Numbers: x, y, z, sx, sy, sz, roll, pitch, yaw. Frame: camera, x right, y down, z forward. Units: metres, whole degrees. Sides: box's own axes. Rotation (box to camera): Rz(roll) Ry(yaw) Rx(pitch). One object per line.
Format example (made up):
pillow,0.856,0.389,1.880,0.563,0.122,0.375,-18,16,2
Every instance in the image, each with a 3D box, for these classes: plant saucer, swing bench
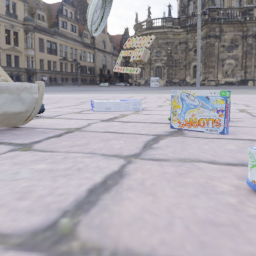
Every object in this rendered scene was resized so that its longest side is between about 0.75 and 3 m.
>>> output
plant saucer,-1.021,-4.045,9.609,0.437,1.741,1.741,25,10,2
swing bench,-4.223,-0.821,7.338,2.749,1.784,2.735,28,20,26

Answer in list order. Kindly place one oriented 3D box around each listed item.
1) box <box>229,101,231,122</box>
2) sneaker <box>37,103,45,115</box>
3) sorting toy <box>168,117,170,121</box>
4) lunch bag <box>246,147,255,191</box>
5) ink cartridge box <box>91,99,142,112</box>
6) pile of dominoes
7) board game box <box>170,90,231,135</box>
box,2.882,-0.613,9.836,1.170,0.727,0.869,0,8,0
sneaker,-4.590,-1.099,11.525,2.789,1.204,1.082,4,9,28
sorting toy,1.872,-0.255,8.661,1.230,0.505,0.739,-16,-1,-22
lunch bag,2.212,0.446,3.020,1.634,0.617,1.309,-4,7,-21
ink cartridge box,-0.615,-1.160,14.294,2.440,0.539,1.147,-2,10,-15
pile of dominoes,0.078,-1.873,7.028,0.204,0.998,1.280,21,0,-36
board game box,1.890,-0.459,7.504,1.633,1.105,0.281,6,10,42
